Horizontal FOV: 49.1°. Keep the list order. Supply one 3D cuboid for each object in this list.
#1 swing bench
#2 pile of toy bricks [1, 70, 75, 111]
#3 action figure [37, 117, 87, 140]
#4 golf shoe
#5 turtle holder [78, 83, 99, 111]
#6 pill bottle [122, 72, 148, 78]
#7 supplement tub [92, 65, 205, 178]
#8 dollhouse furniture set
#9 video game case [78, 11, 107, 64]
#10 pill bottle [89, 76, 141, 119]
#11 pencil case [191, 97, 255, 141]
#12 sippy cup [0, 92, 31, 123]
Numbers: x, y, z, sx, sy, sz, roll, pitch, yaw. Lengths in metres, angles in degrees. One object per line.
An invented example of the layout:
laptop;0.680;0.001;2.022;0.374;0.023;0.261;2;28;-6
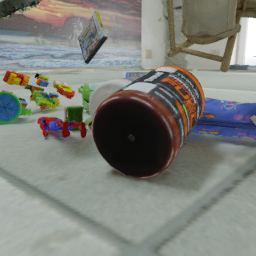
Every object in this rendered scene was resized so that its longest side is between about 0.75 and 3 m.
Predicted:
swing bench;1.701;-2.502;4.935;1.347;2.064;2.076;26;59;31
pile of toy bricks;-3.305;-1.144;10.559;2.685;1.490;1.326;8;33;-48
action figure;-1.818;-0.021;7.128;0.717;0.567;2.193;-3;9;-34
golf shoe;-2.481;-3.184;6.023;1.035;1.181;2.682;-18;39;6
turtle holder;-1.295;-1.160;10.364;0.969;1.036;1.364;-3;2;0
pill bottle;1.006;-1.520;11.124;2.483;1.412;1.412;1;14;3
supplement tub;0.625;-0.366;5.611;1.555;1.555;2.908;7;26;25
dollhouse furniture set;-1.170;-0.379;8.223;1.307;0.656;0.856;-5;15;-20
video game case;-1.495;-3.698;11.527;0.203;1.436;1.589;3;-32;-40
pill bottle;0.135;-0.729;7.985;1.459;1.459;2.580;6;16;23
pencil case;2.396;-0.243;6.921;2.659;1.038;1.155;8;15;30
sippy cup;-3.808;-0.646;8.898;0.997;1.269;0.930;-43;10;-5
